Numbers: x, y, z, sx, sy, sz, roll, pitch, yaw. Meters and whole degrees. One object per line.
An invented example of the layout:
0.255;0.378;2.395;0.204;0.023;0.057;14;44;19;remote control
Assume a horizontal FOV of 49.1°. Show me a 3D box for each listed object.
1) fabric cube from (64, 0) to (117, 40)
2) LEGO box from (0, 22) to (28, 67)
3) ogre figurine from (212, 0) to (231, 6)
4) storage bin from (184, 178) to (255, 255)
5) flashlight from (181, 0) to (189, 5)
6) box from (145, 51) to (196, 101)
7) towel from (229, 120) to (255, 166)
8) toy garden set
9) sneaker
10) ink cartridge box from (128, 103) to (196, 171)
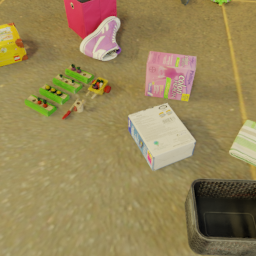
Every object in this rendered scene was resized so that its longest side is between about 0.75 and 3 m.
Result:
-1.449;-4.550;10.866;1.557;1.552;1.527;-29;56;-23;fabric cube
-4.765;-2.852;9.893;1.982;0.765;1.476;-20;52;-17;LEGO box
4.229;-5.864;12.719;1.007;0.494;0.604;25;40;5;ogre figurine
2.208;1.831;5.749;1.899;0.890;1.284;2;49;1;storage bin
2.808;-6.185;13.005;0.437;0.438;1.289;31;52;10;flashlight
1.250;-1.544;8.451;1.392;1.225;0.673;8;49;6;box
3.426;0.396;7.437;1.061;0.218;1.423;27;54;21;towel
-1.777;-1.155;8.638;1.810;0.433;2.171;26;54;21;toy garden set
-0.625;-3.198;10.293;1.244;0.791;2.182;27;61;14;sneaker
0.782;0.087;7.388;1.216;0.680;1.783;-18;53;-16;ink cartridge box
